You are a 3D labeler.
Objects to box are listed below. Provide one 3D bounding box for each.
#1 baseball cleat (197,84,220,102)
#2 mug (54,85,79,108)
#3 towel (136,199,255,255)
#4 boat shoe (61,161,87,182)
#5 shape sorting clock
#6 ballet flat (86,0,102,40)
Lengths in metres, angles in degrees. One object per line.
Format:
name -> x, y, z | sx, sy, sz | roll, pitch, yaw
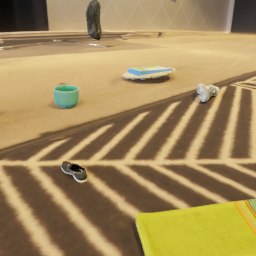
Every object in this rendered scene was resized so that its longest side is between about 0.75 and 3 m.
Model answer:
baseball cleat -> 3.267, -1.472, 11.263 | 0.913, 0.598, 1.715 | 2, 24, 6
mug -> -2.277, -1.173, 10.425 | 0.909, 0.684, 1.106 | 0, 23, -5
towel -> 1.622, 1.634, 4.511 | 2.863, 0.258, 1.232 | -5, 23, -10
boat shoe -> -1.200, 0.898, 6.207 | 0.317, 0.272, 0.868 | -20, 29, -37
shape sorting clock -> 1.096, -2.823, 14.435 | 2.715, 0.533, 2.715 | -2, 18, 1
ballet flat -> -1.303, -4.235, 10.884 | 0.601, 1.808, 0.514 | -9, -20, 25
